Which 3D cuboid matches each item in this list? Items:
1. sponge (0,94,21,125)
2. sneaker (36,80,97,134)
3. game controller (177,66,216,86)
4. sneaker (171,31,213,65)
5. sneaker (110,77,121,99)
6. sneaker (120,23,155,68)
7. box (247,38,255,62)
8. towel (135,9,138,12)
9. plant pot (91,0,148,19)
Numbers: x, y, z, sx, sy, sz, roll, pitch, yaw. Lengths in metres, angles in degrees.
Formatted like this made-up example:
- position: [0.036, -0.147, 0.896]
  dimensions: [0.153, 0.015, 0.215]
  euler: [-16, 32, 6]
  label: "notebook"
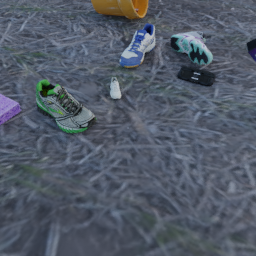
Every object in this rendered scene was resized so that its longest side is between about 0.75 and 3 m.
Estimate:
- position: [-4.950, -0.245, 8.912]
  dimensions: [1.480, 0.396, 2.653]
  euler: [27, 51, 25]
  label: "sponge"
- position: [-2.081, -0.690, 8.874]
  dimensions: [2.564, 1.092, 1.000]
  euler: [27, 51, 24]
  label: "sneaker"
- position: [2.645, -2.012, 10.839]
  dimensions: [1.406, 0.296, 0.734]
  euler: [19, 62, 18]
  label: "game controller"
- position: [3.100, -3.584, 11.927]
  dimensions: [1.608, 0.894, 2.299]
  euler: [-26, 51, -23]
  label: "sneaker"
- position: [-0.469, -1.440, 10.118]
  dimensions: [0.384, 0.414, 1.021]
  euler: [-6, 46, -9]
  label: "sneaker"
- position: [0.380, -3.495, 11.689]
  dimensions: [0.955, 1.118, 2.538]
  euler: [19, 49, 16]
  label: "sneaker"
- position: [3.865, -2.188, 7.490]
  dimensions: [0.744, 1.054, 0.416]
  euler: [32, 51, -31]
  label: "box"
- position: [0.158, -5.908, 14.110]
  dimensions: [0.656, 0.104, 0.911]
  euler: [6, 9, -6]
  label: "towel"
- position: [-0.520, -6.868, 14.300]
  dimensions: [2.388, 2.608, 2.608]
  euler: [2, 43, 24]
  label: "plant pot"
